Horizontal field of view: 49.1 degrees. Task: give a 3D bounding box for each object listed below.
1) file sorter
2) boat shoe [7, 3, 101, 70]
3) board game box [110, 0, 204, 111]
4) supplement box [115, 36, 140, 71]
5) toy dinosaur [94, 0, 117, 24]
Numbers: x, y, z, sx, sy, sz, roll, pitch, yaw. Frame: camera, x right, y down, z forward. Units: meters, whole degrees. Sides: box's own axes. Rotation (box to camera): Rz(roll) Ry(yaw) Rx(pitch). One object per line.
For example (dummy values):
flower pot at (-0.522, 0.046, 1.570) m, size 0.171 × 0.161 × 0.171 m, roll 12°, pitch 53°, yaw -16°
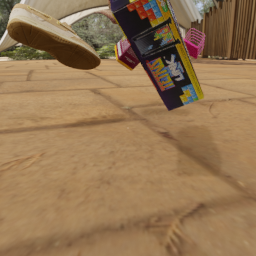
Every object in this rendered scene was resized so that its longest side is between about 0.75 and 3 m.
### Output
file sorter at (2.478, -3.172, 10.507) m, size 0.668 × 0.603 × 0.962 m, roll 36°, pitch -1°, yaw 15°
boat shoe at (-1.981, -2.646, 8.163) m, size 1.079 × 1.012 × 2.926 m, roll -24°, pitch -30°, yaw 36°
board game box at (0.495, -2.158, 5.503) m, size 0.816 × 2.379 × 2.878 m, roll -20°, pitch 48°, yaw 17°
supplement box at (0.363, -2.840, 9.209) m, size 0.713 × 1.664 × 0.918 m, roll 28°, pitch 37°, yaw -33°
toy dinosaur at (-0.222, -4.026, 10.195) m, size 1.861 × 1.261 × 0.799 m, roll -11°, pitch 3°, yaw -26°
